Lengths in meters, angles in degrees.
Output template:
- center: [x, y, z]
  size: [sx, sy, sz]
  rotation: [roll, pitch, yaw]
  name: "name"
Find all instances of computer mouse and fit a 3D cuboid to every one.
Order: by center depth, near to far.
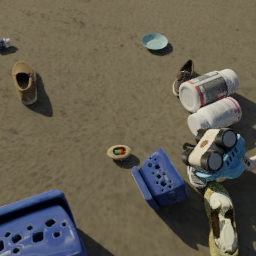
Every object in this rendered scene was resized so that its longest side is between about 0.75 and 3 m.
- center: [2.274, 1.285, 9.386]
  size: [0.944, 0.378, 1.722]
  rotation: [14, 50, -1]
  name: "computer mouse"

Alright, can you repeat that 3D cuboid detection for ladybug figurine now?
- center: [-0.310, 0.883, 9.727]
  size: [0.842, 0.303, 0.571]
  rotation: [-3, 53, -2]
  name: "ladybug figurine"

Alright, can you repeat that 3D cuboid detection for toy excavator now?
- center: [3.389, 0.933, 8.963]
  size: [2.603, 1.300, 2.531]
  rotation: [44, 74, -18]
  name: "toy excavator"

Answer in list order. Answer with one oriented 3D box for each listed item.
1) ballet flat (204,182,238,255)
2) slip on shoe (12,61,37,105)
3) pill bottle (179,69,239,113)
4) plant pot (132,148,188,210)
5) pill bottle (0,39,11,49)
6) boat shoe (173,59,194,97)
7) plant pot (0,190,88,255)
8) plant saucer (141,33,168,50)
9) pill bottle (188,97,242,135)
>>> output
- center: [2.729, 2.603, 8.084]
  size: [0.897, 0.897, 2.538]
  rotation: [5, 53, 4]
  name: "ballet flat"
- center: [-4.368, -2.092, 11.706]
  size: [0.958, 0.763, 2.520]
  rotation: [-13, 54, -10]
  name: "slip on shoe"
- center: [3.190, -1.509, 10.978]
  size: [2.124, 1.231, 1.231]
  rotation: [-22, 56, -17]
  name: "pill bottle"
- center: [0.933, 1.634, 8.490]
  size: [1.227, 1.365, 1.365]
  rotation: [-29, 57, -1]
  name: "plant pot"
- center: [-6.022, -4.031, 13.405]
  size: [0.763, 0.424, 0.424]
  rotation: [-19, 55, -14]
  name: "pill bottle"
- center: [2.373, -2.152, 11.831]
  size: [0.708, 0.638, 1.968]
  rotation: [17, 55, 13]
  name: "boat shoe"
- center: [-2.240, 3.012, 6.940]
  size: [2.298, 2.298, 2.066]
  rotation: [-17, 47, -12]
  name: "plant pot"
- center: [1.282, -4.132, 13.596]
  size: [1.275, 0.245, 1.275]
  rotation: [0, 53, 1]
  name: "plant saucer"
- center: [3.152, -0.386, 10.266]
  size: [1.747, 0.991, 0.991]
  rotation: [-22, 56, -16]
  name: "pill bottle"
